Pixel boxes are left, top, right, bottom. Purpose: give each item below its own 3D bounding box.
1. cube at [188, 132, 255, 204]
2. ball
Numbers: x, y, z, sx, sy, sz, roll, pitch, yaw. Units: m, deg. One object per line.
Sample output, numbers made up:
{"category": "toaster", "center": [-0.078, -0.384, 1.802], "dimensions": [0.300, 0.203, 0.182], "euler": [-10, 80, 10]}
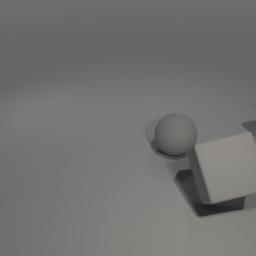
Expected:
{"category": "cube", "center": [2.432, 1.058, 7.042], "dimensions": [1.400, 1.400, 1.400], "euler": [-14, 74, 1]}
{"category": "ball", "center": [1.582, 0.210, 9.264], "dimensions": [1.400, 1.400, 1.400], "euler": [0, 30, 0]}
